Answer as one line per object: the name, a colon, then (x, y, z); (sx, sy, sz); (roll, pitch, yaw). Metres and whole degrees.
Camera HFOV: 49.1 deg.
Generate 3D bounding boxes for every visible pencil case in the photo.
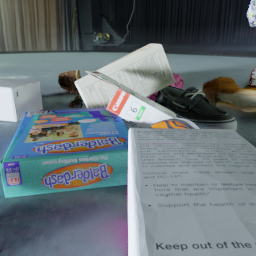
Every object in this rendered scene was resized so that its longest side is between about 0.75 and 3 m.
pencil case: (1.409, -1.392, 9.939); (1.025, 1.058, 2.260); (22, 23, 9)

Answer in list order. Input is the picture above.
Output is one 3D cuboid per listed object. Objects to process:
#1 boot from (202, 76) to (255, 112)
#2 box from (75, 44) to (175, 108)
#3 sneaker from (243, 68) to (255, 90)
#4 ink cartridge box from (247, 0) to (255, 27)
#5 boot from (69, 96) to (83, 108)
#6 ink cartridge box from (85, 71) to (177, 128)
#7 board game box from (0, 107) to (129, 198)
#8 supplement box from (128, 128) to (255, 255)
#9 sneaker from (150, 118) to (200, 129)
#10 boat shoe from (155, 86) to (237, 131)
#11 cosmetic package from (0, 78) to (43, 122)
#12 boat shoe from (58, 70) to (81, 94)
boot: (3.625, -1.268, 9.459); (2.269, 0.798, 1.624); (-1, 36, 21)
box: (-0.104, -1.342, 8.135); (2.594, 1.232, 1.008); (-26, 23, -6)
sneaker: (4.923, -1.717, 10.654); (1.016, 1.222, 2.712); (10, 21, 26)
ink cartridge box: (3.697, -3.401, 6.488); (1.165, 2.138, 0.538); (-1, 59, 3)
boot: (-1.696, -0.879, 9.714); (0.404, 0.311, 0.833); (14, 30, 8)
ink cartridge box: (0.036, -0.557, 6.508); (2.297, 0.578, 1.252); (28, 12, -2)
board game box: (-1.092, 0.262, 5.624); (2.178, 0.644, 2.864); (-4, 19, -11)
supplement box: (0.651, 0.996, 2.361); (1.356, 1.328, 2.624); (-1, 18, -2)
sneaker: (0.808, 0.424, 4.827); (1.245, 0.862, 2.222); (-11, 21, -34)
boat shoe: (1.653, -0.608, 7.640); (1.041, 1.024, 2.888); (-12, 22, -33)
cosmetic package: (-4.317, -0.959, 8.694); (2.855, 1.017, 1.448); (5, 19, 15)
boat shoe: (-2.458, -1.911, 11.799); (0.928, 0.989, 2.748); (-10, 14, -13)
